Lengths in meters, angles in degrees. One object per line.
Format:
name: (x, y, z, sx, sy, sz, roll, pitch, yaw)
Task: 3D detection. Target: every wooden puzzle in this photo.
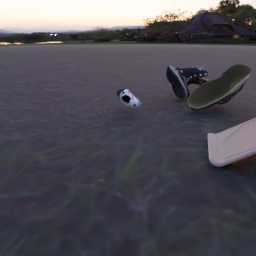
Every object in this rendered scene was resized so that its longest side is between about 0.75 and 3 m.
wooden puzzle: (2.613, 0.211, 5.887, 1.802, 0.336, 1.667, -20, 13, 20)

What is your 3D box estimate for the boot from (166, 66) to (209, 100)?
boot: (2.478, -1.866, 11.132, 1.505, 0.732, 1.999, -4, 38, -12)

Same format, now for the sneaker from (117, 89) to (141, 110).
sneaker: (-0.094, -1.027, 9.138, 0.519, 0.434, 1.172, 18, 15, -44)

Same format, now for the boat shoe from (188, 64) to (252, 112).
boat shoe: (3.143, -1.203, 9.467, 2.665, 0.876, 0.952, -35, 46, -19)
